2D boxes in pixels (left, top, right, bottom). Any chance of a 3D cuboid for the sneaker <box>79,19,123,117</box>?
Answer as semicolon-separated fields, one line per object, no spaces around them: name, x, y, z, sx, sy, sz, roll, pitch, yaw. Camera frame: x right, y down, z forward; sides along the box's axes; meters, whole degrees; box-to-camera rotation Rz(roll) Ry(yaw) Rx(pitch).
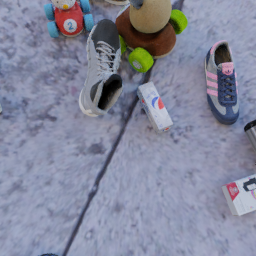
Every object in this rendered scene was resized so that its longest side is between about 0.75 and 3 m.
sneaker;-0.481;-1.570;7.271;1.009;1.553;2.690;8;93;-26

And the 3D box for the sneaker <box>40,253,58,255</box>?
sneaker;-2.410;3.663;6.723;1.875;0.706;0.735;-29;86;0

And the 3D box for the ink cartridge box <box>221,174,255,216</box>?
ink cartridge box;3.161;1.714;7.329;1.127;0.467;0.821;-18;74;-5

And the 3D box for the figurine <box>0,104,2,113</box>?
figurine;-5.100;-1.101;7.962;2.300;1.015;2.357;-20;74;-2

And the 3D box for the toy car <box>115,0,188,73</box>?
toy car;0.406;-3.210;7.605;2.004;2.540;2.087;36;76;20

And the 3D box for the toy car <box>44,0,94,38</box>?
toy car;-1.868;-3.673;8.364;1.416;1.536;1.359;-13;74;-3

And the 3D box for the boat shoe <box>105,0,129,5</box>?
boat shoe;-1.065;-4.615;9.065;2.416;0.719;0.868;12;74;4

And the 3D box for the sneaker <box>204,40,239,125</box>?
sneaker;2.695;-1.318;7.949;0.849;0.993;2.420;-8;74;-2

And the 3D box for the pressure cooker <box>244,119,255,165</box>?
pressure cooker;3.928;0.380;7.217;1.405;1.384;1.573;-18;73;-16

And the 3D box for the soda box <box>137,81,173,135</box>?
soda box;0.749;-0.574;7.986;0.453;0.487;1.427;-21;74;-10
